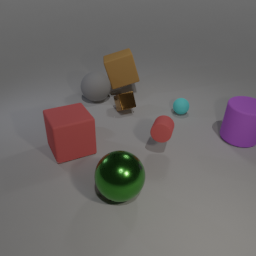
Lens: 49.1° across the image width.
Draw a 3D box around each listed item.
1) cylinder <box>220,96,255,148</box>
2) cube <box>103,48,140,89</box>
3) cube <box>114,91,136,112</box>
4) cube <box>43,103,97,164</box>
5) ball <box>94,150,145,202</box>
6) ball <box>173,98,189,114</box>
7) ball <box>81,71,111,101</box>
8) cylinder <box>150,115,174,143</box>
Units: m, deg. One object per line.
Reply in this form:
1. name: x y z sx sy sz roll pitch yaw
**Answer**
1. cylinder: 4.209 -0.243 10.214 1.400 1.400 1.400 2 34 -1
2. cube: -0.341 -2.935 13.808 1.400 1.400 1.400 -17 27 3
3. cube: -0.140 -1.151 12.234 0.700 0.700 0.700 -14 4 -21
4. cube: -2.000 0.133 9.656 1.400 1.400 1.400 -14 34 -23
5. ball: -0.221 1.317 7.708 1.400 1.400 1.400 0 31 0
6. ball: 2.298 -0.948 12.122 0.700 0.700 0.700 0 31 0
7. ball: -1.510 -1.949 13.129 1.400 1.400 1.400 0 31 0
8. cylinder: 1.155 0.026 9.344 0.700 0.700 0.700 9 28 14
